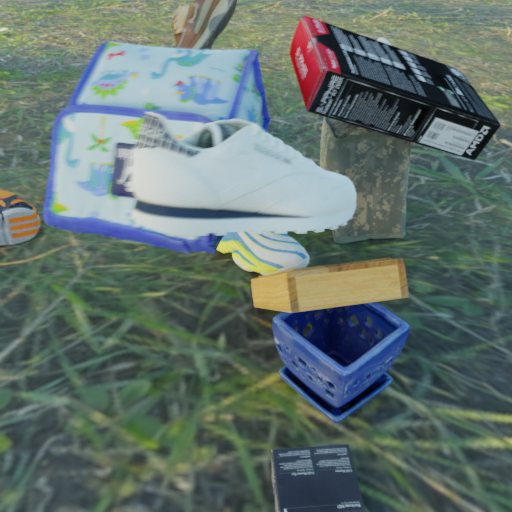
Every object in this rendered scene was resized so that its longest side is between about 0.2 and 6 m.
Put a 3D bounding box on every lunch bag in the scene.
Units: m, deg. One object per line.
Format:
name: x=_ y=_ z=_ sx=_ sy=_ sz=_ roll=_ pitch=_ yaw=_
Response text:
lunch bag: x=2.024 y=-1.903 z=11.045 sx=1.615 sy=2.253 sz=2.747 roll=-6 pitch=35 yaw=1
lunch bag: x=-1.309 y=-1.434 z=7.583 sx=2.379 sy=1.783 sz=2.798 roll=9 pitch=65 yaw=15

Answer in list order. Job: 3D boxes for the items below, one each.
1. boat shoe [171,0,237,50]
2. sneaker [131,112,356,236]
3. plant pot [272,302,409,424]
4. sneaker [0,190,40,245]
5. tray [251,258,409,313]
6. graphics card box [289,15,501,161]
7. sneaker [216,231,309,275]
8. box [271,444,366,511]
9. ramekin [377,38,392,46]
boat shoe: x=-1.257 y=-4.436 z=11.067 sx=0.892 sy=0.940 sz=2.484 roll=30 pitch=67 yaw=-5
sneaker: x=0.049 y=-0.904 z=6.300 sx=2.970 sy=1.196 sz=1.135 roll=-5 pitch=14 yaw=-37
plant pot: x=1.070 y=1.299 z=7.366 sx=1.312 sy=1.179 sz=1.311 roll=-26 pitch=42 yaw=-32
sneaker: x=-5.409 y=-0.620 z=10.557 sx=2.386 sy=0.926 sz=1.337 roll=-9 pitch=30 yaw=-31
tray: x=0.834 y=0.414 z=7.786 sx=1.412 sy=0.530 sz=2.862 roll=-7 pitch=-2 yaw=-9
graphics card box: x=2.195 y=-2.761 z=9.198 sx=3.164 sy=0.805 sz=1.985 roll=10 pitch=42 yaw=-17
sneaker: x=-0.238 y=-0.658 z=9.985 sx=2.708 sy=1.422 sz=1.025 roll=23 pitch=41 yaw=30
box: x=0.644 y=2.574 z=6.134 sx=0.908 sy=0.473 sz=0.827 roll=-2 pitch=33 yaw=-3
ramekin: x=2.333 y=-3.627 z=10.323 sx=0.321 sy=0.690 sz=0.690 roll=-36 pitch=40 yaw=2
